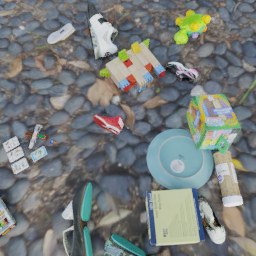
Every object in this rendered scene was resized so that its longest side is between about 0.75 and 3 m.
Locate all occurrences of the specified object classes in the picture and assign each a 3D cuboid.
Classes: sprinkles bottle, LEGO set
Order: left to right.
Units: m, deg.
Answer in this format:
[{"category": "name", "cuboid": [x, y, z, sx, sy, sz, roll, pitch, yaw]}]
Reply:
[{"category": "LEGO set", "cuboid": [-3.784, 0.746, 11.027, 1.914, 0.470, 1.430, -31, 68, -2]}, {"category": "sprinkles bottle", "cuboid": [3.632, 1.833, 10.249, 0.668, 0.668, 1.959, -3, 64, -2]}]

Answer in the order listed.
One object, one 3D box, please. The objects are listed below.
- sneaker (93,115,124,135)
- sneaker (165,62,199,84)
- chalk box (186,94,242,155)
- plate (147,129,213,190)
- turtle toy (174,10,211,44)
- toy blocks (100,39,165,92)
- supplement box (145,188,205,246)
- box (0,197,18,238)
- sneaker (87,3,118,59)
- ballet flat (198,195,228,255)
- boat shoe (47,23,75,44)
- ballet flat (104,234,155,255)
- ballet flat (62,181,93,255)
[{"category": "sneaker", "cuboid": [-0.745, -0.303, 11.459, 1.259, 0.493, 0.727, 35, 60, 2]}, {"category": "sneaker", "cuboid": [2.321, -2.417, 12.383, 1.481, 0.595, 0.640, 22, 77, 16]}, {"category": "chalk box", "cuboid": [3.194, -0.035, 10.525, 1.348, 1.355, 2.178, -3, 53, -8]}, {"category": "plate", "cuboid": [2.023, 1.141, 10.770, 2.595, 0.332, 2.595, 1, 64, -1]}, {"category": "turtle toy", "cuboid": [2.937, -4.716, 13.255, 1.887, 0.954, 1.375, -37, 46, -13]}, {"category": "toy blocks", "cuboid": [0.344, -2.433, 12.135, 2.604, 1.301, 1.780, -34, 79, -12]}, {"category": "supplement box", "cuboid": [1.491, 2.994, 9.374, 1.670, 1.123, 1.672, -4, 64, 0]}, {"category": "box", "cuboid": [-5.250, 3.411, 9.579, 2.345, 0.468, 1.606, -36, 69, -16]}, {"category": "sneaker", "cuboid": [-1.204, -4.635, 13.212, 1.314, 1.100, 2.969, -12, 74, -6]}, {"category": "ballet flat", "cuboid": [2.821, 3.273, 9.520, 0.764, 0.764, 2.092, -17, 65, -8]}, {"category": "boat shoe", "cuboid": [-3.178, -4.442, 13.408, 1.418, 0.466, 0.510, -35, 70, 7]}, {"category": "ballet flat", "cuboid": [0.517, 4.471, 8.928, 2.896, 1.075, 1.075, 25, 67, 14]}, {"category": "ballet flat", "cuboid": [-1.728, 3.229, 9.436, 0.978, 0.972, 2.859, -7, 64, 6]}]
